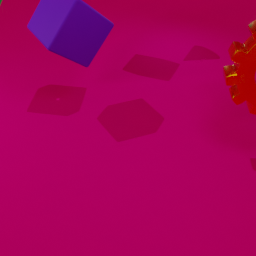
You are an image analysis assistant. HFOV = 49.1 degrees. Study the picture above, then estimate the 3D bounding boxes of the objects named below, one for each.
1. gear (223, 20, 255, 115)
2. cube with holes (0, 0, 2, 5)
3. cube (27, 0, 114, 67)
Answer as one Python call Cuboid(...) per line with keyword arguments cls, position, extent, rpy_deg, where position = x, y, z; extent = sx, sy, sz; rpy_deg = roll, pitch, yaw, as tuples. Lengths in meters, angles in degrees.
Cuboid(cls="gear", position=(2.768, -1.078, 4.976), extent=(1.983, 1.983, 0.367), rpy_deg=(4, 42, 4))
Cuboid(cls="cube with holes", position=(-3.725, -3.191, 6.554), extent=(1.170, 1.170, 1.170), rpy_deg=(-25, 49, 33))
Cuboid(cls="cube", position=(-1.278, -2.272, 6.229), extent=(1.165, 1.165, 1.165), rpy_deg=(14, 27, -52))
